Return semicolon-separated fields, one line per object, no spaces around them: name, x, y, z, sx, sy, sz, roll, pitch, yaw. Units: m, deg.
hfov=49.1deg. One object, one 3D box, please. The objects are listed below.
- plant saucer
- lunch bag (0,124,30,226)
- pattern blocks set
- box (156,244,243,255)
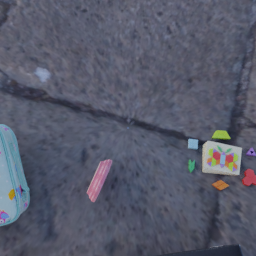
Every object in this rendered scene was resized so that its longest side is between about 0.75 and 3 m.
plant saucer;-0.676;1.179;6.465;0.262;1.034;1.034;24;72;-3
lunch bag;-3.280;1.130;6.307;1.883;0.905;2.348;-13;92;-7
pattern blocks set;2.391;0.792;7.112;1.743;0.141;1.532;-3;72;-1
box;0.789;3.395;5.358;2.922;1.550;1.786;-8;63;-2
